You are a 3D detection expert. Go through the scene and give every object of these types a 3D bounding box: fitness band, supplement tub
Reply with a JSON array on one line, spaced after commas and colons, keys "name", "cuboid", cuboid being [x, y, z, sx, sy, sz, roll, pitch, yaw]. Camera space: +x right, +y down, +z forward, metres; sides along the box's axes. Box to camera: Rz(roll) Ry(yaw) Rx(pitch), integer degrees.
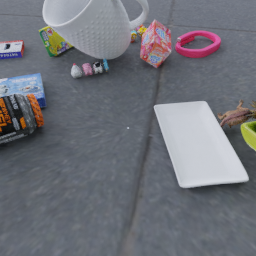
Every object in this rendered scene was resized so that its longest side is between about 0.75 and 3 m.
[{"name": "fitness band", "cuboid": [2.738, -3.289, 10.900, 1.932, 0.362, 1.387, -32, 51, -30]}, {"name": "supplement tub", "cuboid": [-3.060, -0.193, 6.828, 1.783, 1.092, 1.092, -21, 46, -22]}]

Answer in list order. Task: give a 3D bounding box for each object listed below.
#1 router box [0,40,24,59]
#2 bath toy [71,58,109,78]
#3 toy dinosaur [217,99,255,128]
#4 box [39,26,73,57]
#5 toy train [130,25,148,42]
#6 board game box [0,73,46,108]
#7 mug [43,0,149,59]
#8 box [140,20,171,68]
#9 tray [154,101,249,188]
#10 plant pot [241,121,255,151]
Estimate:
[{"name": "router box", "cuboid": [-4.525, -2.957, 10.584, 1.081, 0.264, 0.970, -8, 42, -9]}, {"name": "bath toy", "cuboid": [-1.293, -2.010, 9.359, 1.264, 0.550, 0.467, -15, 88, -13]}, {"name": "toy dinosaur", "cuboid": [2.776, -0.306, 6.959, 1.324, 0.568, 0.898, -27, 4, 1]}, {"name": "box", "cuboid": [-2.563, -3.421, 10.529, 0.422, 1.024, 1.746, 4, 36, 37]}, {"name": "toy train", "cuboid": [0.229, -3.981, 11.666, 1.156, 0.428, 1.539, 30, 46, 31]}, {"name": "board game box", "cuboid": [-3.320, -1.024, 8.273, 1.612, 0.350, 1.604, -13, 38, -14]}, {"name": "mug", "cuboid": [-0.766, -3.602, 9.132, 2.958, 2.593, 2.184, -13, 65, 27]}, {"name": "box", "cuboid": [0.988, -3.009, 9.962, 0.761, 0.825, 1.607, 28, 43, -20]}, {"name": "tray", "cuboid": [1.618, 0.318, 6.838, 1.512, 0.312, 2.815, -4, 41, -6]}, {"name": "plant pot", "cuboid": [4.153, -0.164, 5.450, 2.740, 2.486, 2.727, -6, 39, -34]}]
